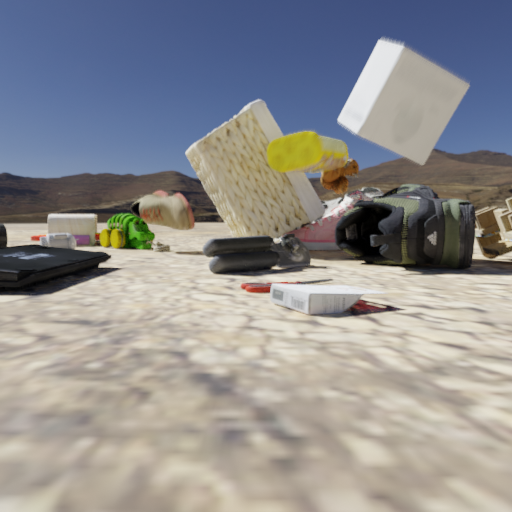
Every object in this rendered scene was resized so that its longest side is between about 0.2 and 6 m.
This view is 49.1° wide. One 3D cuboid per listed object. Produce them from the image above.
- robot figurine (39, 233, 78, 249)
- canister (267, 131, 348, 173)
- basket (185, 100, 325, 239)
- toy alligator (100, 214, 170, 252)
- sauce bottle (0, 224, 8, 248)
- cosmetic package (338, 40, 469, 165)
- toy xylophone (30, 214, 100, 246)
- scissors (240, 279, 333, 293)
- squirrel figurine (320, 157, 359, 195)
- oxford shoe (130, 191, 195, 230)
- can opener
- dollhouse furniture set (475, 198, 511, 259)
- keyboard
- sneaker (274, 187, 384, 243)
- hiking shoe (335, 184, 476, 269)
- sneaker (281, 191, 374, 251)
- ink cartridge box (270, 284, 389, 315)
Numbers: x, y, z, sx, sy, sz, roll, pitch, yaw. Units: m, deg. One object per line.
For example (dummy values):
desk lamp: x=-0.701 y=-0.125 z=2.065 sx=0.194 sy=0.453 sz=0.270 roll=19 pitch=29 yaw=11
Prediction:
robot figurine: x=-3.893 y=-0.240 z=11.080 sx=0.724 sy=0.409 sz=0.614 roll=-2 pitch=-29 yaw=-29
canister: x=1.012 y=-1.912 z=10.561 sx=1.049 sy=0.611 sz=1.412 roll=-8 pitch=0 yaw=33
basket: x=-0.103 y=-1.601 z=11.963 sx=1.689 sy=2.738 sz=1.856 roll=-33 pitch=10 yaw=-11
toy alligator: x=-2.776 y=-0.560 z=12.748 sx=0.872 sy=0.798 sz=2.941 roll=-4 pitch=6 yaw=-39
sauce bottle: x=-5.229 y=-0.250 z=8.832 sx=2.389 sy=0.773 sz=0.773 roll=-4 pitch=6 yaw=-37
cosmetic package: x=1.995 y=-2.093 z=7.677 sx=1.204 sy=1.208 sz=0.742 roll=18 pitch=22 yaw=-26
toy xylophone: x=-4.580 y=-0.723 z=15.032 sx=2.281 sy=0.783 sz=3.116 roll=0 pitch=4 yaw=-6
scissors: x=0.418 y=0.319 z=5.996 sx=1.265 sy=0.088 sz=0.463 roll=-1 pitch=2 yaw=-27
squirrel figurine: x=1.896 y=-1.860 z=12.692 sx=0.826 sy=0.885 sz=0.626 roll=1 pitch=29 yaw=0
oxford shoe: x=-1.931 y=-0.841 z=11.514 sx=0.810 sy=0.763 sz=2.165 roll=-21 pitch=18 yaw=-26
can opener: x=0.011 y=0.036 z=8.069 sx=1.913 sy=0.510 sz=0.639 roll=-4 pitch=-26 yaw=-41
dollhouse furniture set: x=4.898 y=-0.303 z=8.804 sx=2.360 sy=1.568 sz=2.068 roll=-22 pitch=3 yaw=5
keyboard: x=-3.022 y=0.118 z=6.937 sx=1.712 sy=0.366 sz=2.851 roll=7 pitch=4 yaw=1
sneaker: x=1.830 y=-0.658 z=13.510 sx=2.910 sy=1.214 sz=1.173 roll=-14 pitch=34 yaw=2
hiking shoe: x=2.118 y=-0.573 z=9.223 sx=1.783 sy=1.342 sz=3.543 roll=3 pitch=5 yaw=-6
sneaker: x=1.774 y=-0.778 z=12.423 sx=2.522 sy=1.319 sz=0.949 roll=-1 pitch=7 yaw=-6
ink cartridge box: x=0.614 y=0.363 z=4.773 sx=0.794 sy=0.227 sz=0.645 roll=7 pitch=1 yaw=-27
